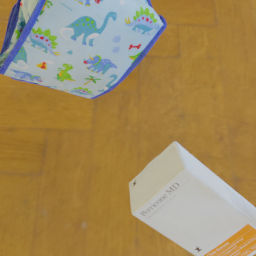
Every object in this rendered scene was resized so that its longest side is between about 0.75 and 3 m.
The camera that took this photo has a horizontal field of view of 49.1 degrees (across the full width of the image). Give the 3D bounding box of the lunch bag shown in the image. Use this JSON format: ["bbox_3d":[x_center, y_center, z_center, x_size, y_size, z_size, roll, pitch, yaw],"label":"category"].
[{"bbox_3d":[-1.029,-1.785,5.530,2.288,2.691,1.714,14,41,-35],"label":"lunch bag"}]

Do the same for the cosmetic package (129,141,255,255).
[{"bbox_3d":[1.225,1.394,4.713,2.264,0.807,1.148,38,109,-19],"label":"cosmetic package"}]
